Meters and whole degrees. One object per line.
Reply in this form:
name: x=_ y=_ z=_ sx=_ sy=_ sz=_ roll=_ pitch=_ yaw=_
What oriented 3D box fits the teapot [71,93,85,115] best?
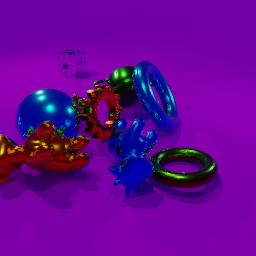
teapot: x=-1.249 y=-0.521 z=7.067 sx=0.653 sy=0.514 sz=1.050 roll=6 pitch=40 yaw=-35

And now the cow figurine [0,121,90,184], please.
cow figurine: x=-1.696 y=0.524 z=5.265 sx=1.606 sy=1.580 sz=0.882 roll=22 pitch=49 yaw=-36

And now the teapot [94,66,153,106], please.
teapot: x=0.019 y=-1.288 z=8.062 sx=2.039 sy=1.268 sz=0.998 roll=-11 pitch=70 yaw=-18

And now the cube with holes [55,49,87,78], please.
cube with holes: x=-2.185 y=-2.529 z=10.913 sx=0.829 sy=0.829 sz=0.829 roll=14 pitch=31 yaw=24

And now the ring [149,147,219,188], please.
ring: x=1.028 y=0.721 z=5.352 sx=1.340 sy=0.268 sz=1.340 roll=-3 pitch=20 yaw=1

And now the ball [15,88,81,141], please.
ball: x=-1.689 y=-0.167 z=6.008 sx=1.358 sy=1.358 sz=1.358 roll=0 pitch=28 yaw=0

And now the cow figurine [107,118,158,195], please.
cow figurine: x=-0.011 y=0.493 z=5.277 sx=1.416 sy=0.777 sz=1.393 roll=1 pitch=55 yaw=55

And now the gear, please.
gear: x=-0.570 y=-0.351 z=6.435 sx=0.231 sy=1.247 sz=1.247 roll=2 pitch=25 yaw=34

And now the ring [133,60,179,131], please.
ring: x=0.713 y=-0.792 z=6.870 sx=0.369 sy=1.847 sz=1.847 roll=-24 pitch=19 yaw=26
